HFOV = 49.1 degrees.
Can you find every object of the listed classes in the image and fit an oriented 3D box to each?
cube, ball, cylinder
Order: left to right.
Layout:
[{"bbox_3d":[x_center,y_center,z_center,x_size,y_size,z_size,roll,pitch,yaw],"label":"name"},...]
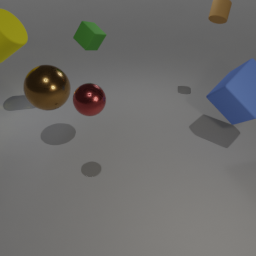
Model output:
[{"bbox_3d":[-4.603,-3.256,10.025,1.400,1.400,1.400,-26,24,24],"label":"cylinder"},{"bbox_3d":[-2.484,-1.239,8.644,1.400,1.400,1.400,0,33,0],"label":"ball"},{"bbox_3d":[-0.813,-0.597,5.926,0.700,0.700,0.700,0,33,0],"label":"ball"},{"bbox_3d":[-1.327,-3.196,9.755,0.700,0.700,0.700,46,31,12],"label":"cube"},{"bbox_3d":[3.446,-4.382,10.493,0.700,0.700,0.700,15,1,0],"label":"cylinder"},{"bbox_3d":[3.786,-1.150,9.296,1.400,1.400,1.400,-44,91,-13],"label":"cube"}]
